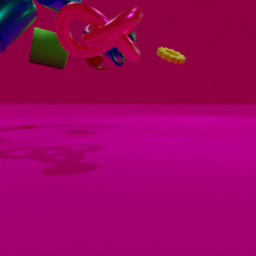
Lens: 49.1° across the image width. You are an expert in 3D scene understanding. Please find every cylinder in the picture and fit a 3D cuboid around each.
[{"bbox_3d":[-2.643,-2.638,9.391,1.142,1.142,1.142,9,2,-21],"label":"cylinder"},{"bbox_3d":[-1.681,-3.091,6.387,0.734,0.734,0.734,1,10,13],"label":"cylinder"},{"bbox_3d":[-3.117,-2.722,6.710,1.313,1.313,1.313,24,-26,13],"label":"cylinder"}]

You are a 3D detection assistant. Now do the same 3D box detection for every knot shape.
[{"bbox_3d":[-0.535,-1.693,5.017,1.553,0.767,1.660,6,2,3],"label":"knot shape"}]

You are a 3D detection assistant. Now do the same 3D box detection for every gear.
[{"bbox_3d":[1.799,-3.023,11.695,1.196,0.221,1.196,15,31,-9],"label":"gear"}]

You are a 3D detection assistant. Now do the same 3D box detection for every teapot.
[{"bbox_3d":[-1.481,-3.235,12.569,0.893,1.824,1.134,-27,27,3],"label":"teapot"},{"bbox_3d":[-0.232,-2.576,8.150,0.893,1.824,1.134,19,-28,-29],"label":"teapot"}]

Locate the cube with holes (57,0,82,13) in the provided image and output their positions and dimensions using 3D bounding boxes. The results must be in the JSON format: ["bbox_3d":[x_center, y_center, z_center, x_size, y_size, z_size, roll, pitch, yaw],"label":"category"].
[{"bbox_3d":[-2.040,-4.208,8.993,0.783,0.783,0.783,9,-2,25],"label":"cube with holes"}]
